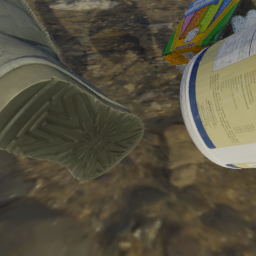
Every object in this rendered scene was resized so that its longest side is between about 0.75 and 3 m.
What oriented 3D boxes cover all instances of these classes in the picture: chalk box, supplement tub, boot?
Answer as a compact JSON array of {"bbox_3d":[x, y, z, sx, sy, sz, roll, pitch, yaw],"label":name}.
[{"bbox_3d":[2.360,-2.168,5.381,2.898,1.809,1.796,-59,23,-6],"label":"chalk box"},{"bbox_3d":[1.648,-0.390,2.576,1.459,1.459,2.020,-31,9,-34],"label":"supplement tub"},{"bbox_3d":[-1.165,-0.869,3.179,1.042,2.610,2.871,-42,65,-3],"label":"boot"}]
